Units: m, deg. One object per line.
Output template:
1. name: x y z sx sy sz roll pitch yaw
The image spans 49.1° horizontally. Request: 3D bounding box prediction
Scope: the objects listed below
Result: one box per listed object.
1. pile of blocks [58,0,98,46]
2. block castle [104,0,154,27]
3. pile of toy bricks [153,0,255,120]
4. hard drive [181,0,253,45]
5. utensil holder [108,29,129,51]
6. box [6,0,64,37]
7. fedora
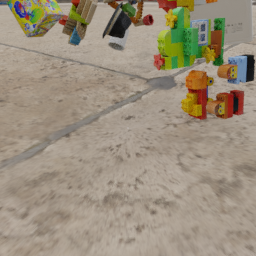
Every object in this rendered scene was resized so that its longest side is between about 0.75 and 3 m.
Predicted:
1. pile of blocks: -1.915 -3.668 9.754 0.903 1.193 2.907 15 -20 -21
2. block castle: 0.183 -4.224 8.920 0.918 1.308 1.958 2 -9 38
3. pile of toy bricks: 0.963 -1.266 4.433 1.307 2.648 1.469 -15 21 -22
4. hard drive: 2.550 -3.417 8.077 1.877 2.846 0.380 -1 67 25
5. utensil holder: -0.341 -3.390 10.521 0.648 0.763 0.648 16 -8 2
6. box: -2.114 -2.723 6.404 0.882 0.915 0.558 -29 3 32
7. fedora: -0.255 -3.022 8.213 0.582 1.275 1.275 29 28 -11
